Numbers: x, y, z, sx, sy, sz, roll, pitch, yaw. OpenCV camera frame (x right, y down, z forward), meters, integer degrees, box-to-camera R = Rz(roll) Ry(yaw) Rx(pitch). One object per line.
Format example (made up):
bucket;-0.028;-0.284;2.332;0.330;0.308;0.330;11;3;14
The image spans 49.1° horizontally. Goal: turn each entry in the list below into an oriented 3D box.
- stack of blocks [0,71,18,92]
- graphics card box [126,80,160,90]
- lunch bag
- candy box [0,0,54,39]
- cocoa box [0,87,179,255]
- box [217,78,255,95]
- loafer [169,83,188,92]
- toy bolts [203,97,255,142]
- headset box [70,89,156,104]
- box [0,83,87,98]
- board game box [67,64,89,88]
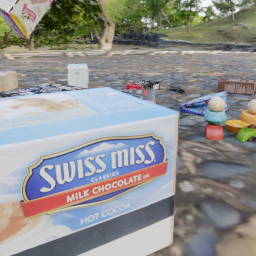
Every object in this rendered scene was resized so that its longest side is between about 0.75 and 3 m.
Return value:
stack of blocks;-6.708;-2.076;13.243;1.640;0.834;2.848;2;20;7
graphics card box;0.773;-2.088;13.984;0.966;0.392;1.540;15;25;39
lunch bag;2.683;-0.865;10.182;1.503;0.707;1.131;4;20;41
candy box;-2.727;-3.498;7.665;0.521;1.708;1.164;27;-12;11
cocoa box;-1.088;0.662;3.578;2.947;1.934;1.965;-11;22;-28
box;5.186;-2.000;13.422;1.658;0.621;0.830;10;22;23
loafer;2.446;-1.876;13.585;0.433;0.379;1.205;25;7;-35
toy bolts;2.897;-0.351;7.802;1.613;1.119;1.541;1;19;3
headset box;-0.391;-0.376;7.873;2.956;1.109;2.197;2;19;5
box;-3.025;-1.090;10.634;2.800;0.696;2.779;17;25;41
board game box;-2.701;-2.818;15.083;1.067;1.048;2.034;-3;19;-9
